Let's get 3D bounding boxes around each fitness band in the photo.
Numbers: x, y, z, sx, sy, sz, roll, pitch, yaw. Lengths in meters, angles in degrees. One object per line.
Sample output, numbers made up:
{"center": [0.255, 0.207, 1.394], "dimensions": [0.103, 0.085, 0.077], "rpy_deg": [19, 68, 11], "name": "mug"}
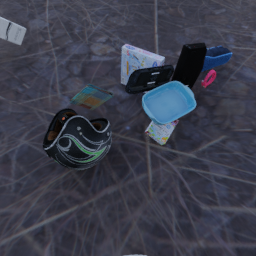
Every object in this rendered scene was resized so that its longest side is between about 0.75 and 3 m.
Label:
{"center": [2.817, -1.708, 9.756], "dimensions": [0.585, 0.814, 0.152], "rpy_deg": [-46, 69, 1], "name": "fitness band"}

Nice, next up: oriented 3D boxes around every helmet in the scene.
{"center": [-1.260, 0.313, 7.501], "dimensions": [1.580, 1.657, 1.657], "rpy_deg": [31, 42, -30], "name": "helmet"}

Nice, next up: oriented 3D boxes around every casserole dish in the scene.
{"center": [1.190, -0.714, 8.329], "dimensions": [1.859, 0.361, 1.126], "rpy_deg": [-28, 75, -29], "name": "casserole dish"}

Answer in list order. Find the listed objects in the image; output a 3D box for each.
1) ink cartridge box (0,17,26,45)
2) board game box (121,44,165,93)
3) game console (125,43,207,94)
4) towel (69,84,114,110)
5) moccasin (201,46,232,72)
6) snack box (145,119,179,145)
{"center": [-4.905, -3.814, 10.447], "dimensions": [1.221, 0.709, 1.692], "rpy_deg": [29, 13, 28], "name": "ink cartridge box"}
{"center": [0.451, -1.926, 9.485], "dimensions": [1.466, 1.469, 0.302], "rpy_deg": [26, 50, 19], "name": "board game box"}
{"center": [1.243, -1.709, 8.700], "dimensions": [2.983, 1.759, 0.360], "rpy_deg": [-16, 48, -33], "name": "game console"}
{"center": [-1.128, -0.900, 8.569], "dimensions": [0.926, 1.262, 0.137], "rpy_deg": [17, 61, -32], "name": "towel"}
{"center": [2.879, -2.609, 10.496], "dimensions": [2.112, 0.850, 0.720], "rpy_deg": [-14, 57, -27], "name": "moccasin"}
{"center": [1.027, -0.054, 8.399], "dimensions": [0.663, 0.247, 0.932], "rpy_deg": [37, 68, -7], "name": "snack box"}
